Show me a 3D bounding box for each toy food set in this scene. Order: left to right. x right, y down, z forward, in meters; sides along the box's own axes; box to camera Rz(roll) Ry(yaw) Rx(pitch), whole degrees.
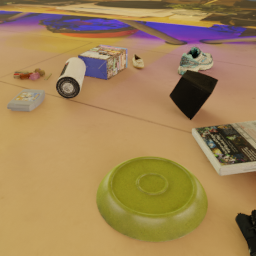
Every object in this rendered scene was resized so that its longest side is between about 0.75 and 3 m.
[{"bbox_3d":[-4.186,-2.323,12.008,1.651,0.260,1.050,1,32,2],"label":"toy food set"}]

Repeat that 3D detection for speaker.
[{"bbox_3d":[-2.162,-1.991,10.879,0.895,0.895,2.205,-1,32,-1],"label":"speaker"}]

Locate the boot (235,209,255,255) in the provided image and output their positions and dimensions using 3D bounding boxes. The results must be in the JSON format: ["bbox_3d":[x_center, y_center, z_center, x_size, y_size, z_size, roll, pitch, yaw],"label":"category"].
[{"bbox_3d":[2.610,1.901,4.945,1.190,0.454,1.000,-4,35,5],"label":"boot"}]

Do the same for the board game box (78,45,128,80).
[{"bbox_3d":[-1.070,-2.956,12.425,1.473,0.895,1.848,15,35,23],"label":"board game box"}]

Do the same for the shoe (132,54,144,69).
[{"bbox_3d":[0.445,-3.150,13.258,0.470,0.359,1.344,-6,32,-9],"label":"shoe"}]

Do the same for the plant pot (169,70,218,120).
[{"bbox_3d":[2.023,-1.166,8.947,1.046,1.176,1.179,34,39,5],"label":"plant pot"}]

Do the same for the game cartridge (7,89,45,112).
[{"bbox_3d":[-3.509,-1.010,9.897,0.923,0.288,1.387,0,31,8],"label":"game cartridge"}]

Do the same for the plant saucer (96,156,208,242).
[{"bbox_3d":[0.509,1.302,6.019,2.400,0.373,2.400,0,31,0],"label":"plant saucer"}]

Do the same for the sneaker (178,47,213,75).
[{"bbox_3d":[3.173,-3.136,12.577,0.938,1.044,2.418,23,39,33],"label":"sneaker"}]

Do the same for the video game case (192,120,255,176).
[{"bbox_3d":[2.907,0.420,7.158,1.987,0.255,2.186,-7,25,-2],"label":"video game case"}]
